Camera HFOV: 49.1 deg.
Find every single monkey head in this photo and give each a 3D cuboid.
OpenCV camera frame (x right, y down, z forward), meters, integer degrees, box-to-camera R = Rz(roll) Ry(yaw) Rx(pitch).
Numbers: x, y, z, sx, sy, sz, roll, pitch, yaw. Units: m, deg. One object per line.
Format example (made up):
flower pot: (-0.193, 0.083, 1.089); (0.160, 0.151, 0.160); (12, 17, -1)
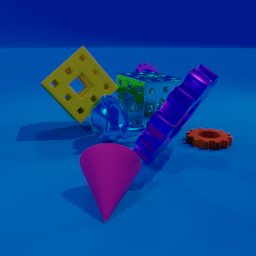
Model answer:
monkey head: (-0.243, -0.252, 6.716); (1.306, 1.094, 1.815); (-6, -6, -2)

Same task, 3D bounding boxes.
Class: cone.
cone: (-0.301, 0.943, 4.223); (1.012, 1.012, 1.016); (0, 45, 2)

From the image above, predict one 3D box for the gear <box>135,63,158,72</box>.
gear: (0.811, -2.168, 11.833); (1.175, 1.175, 0.217); (-12, -6, -33)

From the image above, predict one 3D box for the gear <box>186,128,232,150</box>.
gear: (1.983, 0.253, 6.908); (1.080, 0.200, 1.080); (0, 18, 0)

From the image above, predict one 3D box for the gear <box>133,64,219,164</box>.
gear: (0.922, -0.232, 5.443); (0.388, 2.097, 2.097); (39, 30, 12)

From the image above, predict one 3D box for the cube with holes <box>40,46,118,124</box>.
cube with holes: (-1.359, -1.134, 7.532); (1.355, 1.355, 1.355); (-44, 18, -9)

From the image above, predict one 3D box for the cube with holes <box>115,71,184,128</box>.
cube with holes: (0.573, -0.803, 8.064); (1.370, 1.370, 1.370); (-10, 25, -33)
